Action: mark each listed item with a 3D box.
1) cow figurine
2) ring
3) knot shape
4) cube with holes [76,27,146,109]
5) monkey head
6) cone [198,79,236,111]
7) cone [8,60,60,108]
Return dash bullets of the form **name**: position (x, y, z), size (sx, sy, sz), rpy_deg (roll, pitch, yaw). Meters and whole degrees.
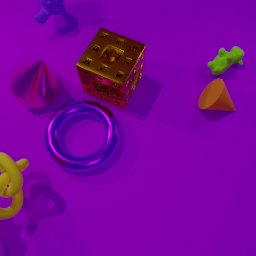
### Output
- **cow figurine**: position (2.973, -2.003, 8.459), size (1.068, 1.051, 0.586), rpy_deg (-48, 62, 18)
- **ring**: position (-1.238, 0.187, 7.637), size (2.080, 0.416, 2.080), rpy_deg (0, 67, 0)
- **knot shape**: position (-2.729, 1.193, 6.468), size (0.696, 1.410, 1.507), rpy_deg (8, 104, -14)
- **cube with holes**: position (-0.426, -1.640, 7.876), size (1.375, 1.375, 1.375), rpy_deg (24, 69, 10)
- **monkey head**: position (-2.553, -3.877, 8.720), size (1.134, 1.577, 0.950), rpy_deg (-41, 64, 12)
- **cone**: position (2.714, -0.732, 7.987), size (0.982, 0.979, 0.979), rpy_deg (30, 68, -17)
- **cone**: position (-2.405, -1.456, 7.516), size (1.439, 1.445, 1.439), rpy_deg (8, 69, -22)
